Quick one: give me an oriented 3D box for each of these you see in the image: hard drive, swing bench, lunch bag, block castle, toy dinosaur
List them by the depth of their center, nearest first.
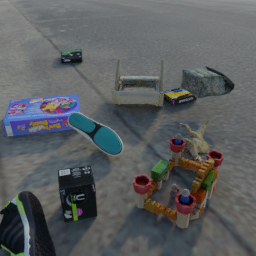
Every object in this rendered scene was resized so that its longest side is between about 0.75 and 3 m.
[{"bbox_3d":[1.218,1.079,6.459,1.445,1.015,2.163,20,37,28],"label":"block castle"},{"bbox_3d":[1.934,0.324,8.294,1.072,0.617,2.119,23,43,7],"label":"toy dinosaur"},{"bbox_3d":[2.838,-1.656,9.916,1.496,0.879,1.227,-8,28,-18],"label":"lunch bag"},{"bbox_3d":[0.418,-1.560,10.510,1.813,1.183,1.823,4,56,4],"label":"swing bench"},{"bbox_3d":[-3.041,-3.882,15.181,1.125,0.305,1.611,-5,33,-9],"label":"hard drive"}]

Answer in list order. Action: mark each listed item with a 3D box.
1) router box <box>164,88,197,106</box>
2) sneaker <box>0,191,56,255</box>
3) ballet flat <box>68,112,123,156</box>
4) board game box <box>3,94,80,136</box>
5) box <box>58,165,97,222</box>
[{"bbox_3d":[2.002,-1.252,10.931,1.112,0.284,0.829,-16,35,-24],"label":"router box"},{"bbox_3d":[-1.989,2.138,5.262,0.890,0.771,2.149,-33,37,-4],"label":"sneaker"},{"bbox_3d":[-0.905,0.193,8.153,1.940,0.674,0.674,33,41,16],"label":"ballet flat"},{"bbox_3d":[-2.800,-0.482,9.443,2.363,0.529,1.589,-6,32,-10],"label":"board game box"},{"bbox_3d":[-1.068,1.398,5.963,0.733,0.987,0.613,-7,32,-12],"label":"box"}]
